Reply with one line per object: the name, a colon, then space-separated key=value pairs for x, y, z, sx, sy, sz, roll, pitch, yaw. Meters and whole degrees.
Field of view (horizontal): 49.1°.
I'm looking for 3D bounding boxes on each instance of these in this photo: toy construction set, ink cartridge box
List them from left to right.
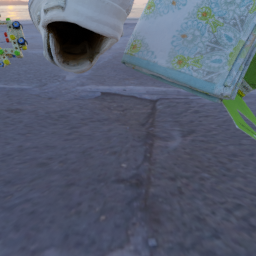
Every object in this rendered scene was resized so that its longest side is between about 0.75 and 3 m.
toy construction set: x=-3.663 y=-2.703 z=8.467 sx=1.051 sy=1.603 sz=0.738 roll=-16 pitch=21 yaw=-6
ink cartridge box: x=1.904 y=-1.127 z=4.479 sx=2.131 sy=1.092 sz=2.883 roll=23 pitch=39 yaw=-45

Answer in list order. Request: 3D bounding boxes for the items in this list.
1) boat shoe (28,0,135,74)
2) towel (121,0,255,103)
boat shoe: x=-0.694 y=-1.189 z=3.410 sx=1.037 sy=1.021 sz=2.926 roll=14 pitch=0 yaw=-27
towel: x=0.829 y=-1.197 z=3.557 sx=1.629 sy=1.395 sz=0.392 roll=27 pitch=1 yaw=27
